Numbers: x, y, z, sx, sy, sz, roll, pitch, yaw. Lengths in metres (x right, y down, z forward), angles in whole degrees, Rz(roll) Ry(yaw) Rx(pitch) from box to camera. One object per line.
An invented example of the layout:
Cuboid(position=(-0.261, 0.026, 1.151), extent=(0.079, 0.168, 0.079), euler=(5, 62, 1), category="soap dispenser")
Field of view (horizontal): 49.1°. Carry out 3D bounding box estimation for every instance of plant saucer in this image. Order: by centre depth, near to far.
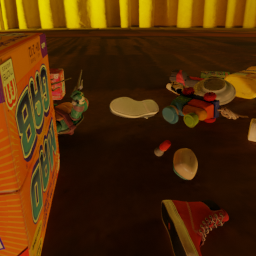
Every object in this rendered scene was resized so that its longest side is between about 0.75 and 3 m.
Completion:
Cuboid(position=(2.978, -1.376, 9.727), extent=(1.484, 0.373, 1.484), euler=(-7, 45, 7), category="plant saucer")

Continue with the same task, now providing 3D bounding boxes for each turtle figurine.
Cuboid(position=(-1.740, -0.404, 6.946), extent=(1.995, 1.342, 2.665), euler=(0, 34, 39), category="turtle figurine")

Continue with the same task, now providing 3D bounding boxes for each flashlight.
Cuboid(position=(2.733, -1.963, 11.382), extent=(2.039, 0.690, 0.693), euler=(14, 26, 33), category="flashlight")

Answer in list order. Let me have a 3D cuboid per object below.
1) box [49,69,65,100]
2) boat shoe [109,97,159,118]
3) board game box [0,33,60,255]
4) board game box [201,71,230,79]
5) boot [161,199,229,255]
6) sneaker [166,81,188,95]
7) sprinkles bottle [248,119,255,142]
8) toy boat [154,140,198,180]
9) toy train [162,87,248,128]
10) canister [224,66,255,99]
Cuboid(position=(-3.313, -1.574, 10.087), extent=(1.942, 0.968, 0.927), euler=(-1, 23, -2), category="box")
Cuboid(position=(0.122, -0.459, 7.607), extent=(1.665, 0.514, 0.606), euler=(-5, 66, -42), category="boat shoe")
Cuboid(position=(-2.530, 0.169, 3.861), extent=(2.649, 2.650, 2.652), euler=(-3, 23, -6), category="board game box")
Cuboid(position=(3.865, -2.181, 12.381), extent=(1.285, 0.278, 1.909), euler=(6, 24, 13), category="board game box")
Cuboid(position=(1.042, 1.403, 3.834), extent=(0.942, 0.473, 1.306), euler=(-1, 20, -5), category="boot")
Cuboid(position=(1.848, -1.527, 10.723), extent=(0.433, 0.399, 1.081), euler=(-21, 30, -36), category="sneaker")
Cuboid(position=(3.713, 0.168, 6.578), extent=(1.609, 0.549, 0.549), euler=(11, 25, 22), category="sprinkles bottle")
Cuboid(position=(0.956, 0.604, 5.510), extent=(0.884, 0.411, 0.743), euler=(37, 38, -3), category="toy boat")
Cuboid(position=(2.020, -0.385, 7.620), extent=(1.178, 0.862, 2.036), euler=(-31, 37, -33), category="toy train")
Cuboid(position=(4.765, -1.756, 10.714), extent=(1.952, 0.845, 1.449), euler=(-20, 30, -36), category="canister")
